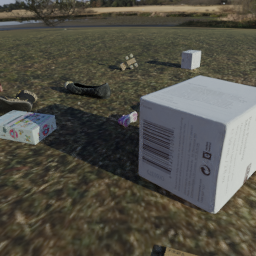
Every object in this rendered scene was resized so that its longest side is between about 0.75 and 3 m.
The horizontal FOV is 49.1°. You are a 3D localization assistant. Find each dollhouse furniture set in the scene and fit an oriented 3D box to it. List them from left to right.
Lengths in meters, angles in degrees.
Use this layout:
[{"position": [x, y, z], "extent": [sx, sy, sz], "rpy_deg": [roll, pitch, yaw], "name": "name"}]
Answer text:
[{"position": [0.023, -4.190, 18.156], "extent": [0.964, 0.885, 0.627], "rpy_deg": [-24, 19, 15], "name": "dollhouse furniture set"}]

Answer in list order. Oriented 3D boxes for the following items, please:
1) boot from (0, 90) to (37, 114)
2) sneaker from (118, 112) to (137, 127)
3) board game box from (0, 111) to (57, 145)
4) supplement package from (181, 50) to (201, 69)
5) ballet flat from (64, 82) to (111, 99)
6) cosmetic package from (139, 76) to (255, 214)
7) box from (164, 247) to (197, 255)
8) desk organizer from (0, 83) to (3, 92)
[{"position": [-4.786, -1.138, 11.757], "extent": [1.803, 0.660, 1.358], "rpy_deg": [3, 26, -2], "name": "boot"}, {"position": [-0.022, -0.359, 10.462], "extent": [0.431, 0.392, 0.974], "rpy_deg": [8, 26, 34], "name": "sneaker"}, {"position": [-3.573, -0.066, 9.589], "extent": [1.754, 0.564, 1.294], "rpy_deg": [7, 27, 18], "name": "board game box"}, {"position": [4.188, -4.561, 18.639], "extent": [0.821, 1.068, 1.117], "rpy_deg": [20, 32, 37], "name": "supplement package"}, {"position": [-1.937, -1.970, 13.428], "extent": [2.680, 0.761, 0.890], "rpy_deg": [13, 28, 26], "name": "ballet flat"}, {"position": [1.949, 0.171, 7.060], "extent": [2.231, 2.229, 2.704], "rpy_deg": [22, 34, 39], "name": "cosmetic package"}, {"position": [1.005, 2.435, 4.745], "extent": [0.888, 0.094, 0.726], "rpy_deg": [9, 27, 18], "name": "box"}, {"position": [-6.620, -2.095, 14.245], "extent": [0.341, 0.318, 0.887], "rpy_deg": [-15, 29, -24], "name": "desk organizer"}]
